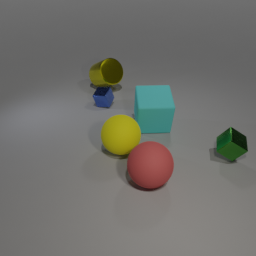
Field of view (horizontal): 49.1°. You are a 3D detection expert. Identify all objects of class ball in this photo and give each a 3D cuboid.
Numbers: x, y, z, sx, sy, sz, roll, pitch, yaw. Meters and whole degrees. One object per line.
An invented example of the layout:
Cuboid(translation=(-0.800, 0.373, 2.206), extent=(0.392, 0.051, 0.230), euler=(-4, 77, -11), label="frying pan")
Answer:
Cuboid(translation=(0.669, 1.096, 8.402), extent=(1.400, 1.400, 1.400), euler=(0, 30, 0), label="ball")
Cuboid(translation=(-0.248, 0.233, 9.766), extent=(1.400, 1.400, 1.400), euler=(0, 30, 0), label="ball")

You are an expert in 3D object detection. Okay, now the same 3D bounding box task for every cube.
Cuboid(translation=(-1.164, -1.490, 13.397), extent=(0.700, 0.700, 0.700), euler=(2, 47, 24), label="cube")
Cuboid(translation=(1.017, -0.758, 11.335), extent=(1.400, 1.400, 1.400), euler=(-1, 46, -4), label="cube")
Cuboid(translation=(3.446, 0.536, 9.314), extent=(0.700, 0.700, 0.700), euler=(30, 44, -12), label="cube")

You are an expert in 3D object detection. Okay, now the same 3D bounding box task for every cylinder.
Cuboid(translation=(-1.189, -2.951, 15.116), extent=(1.400, 1.400, 1.400), euler=(-20, 11, -31), label="cylinder")
